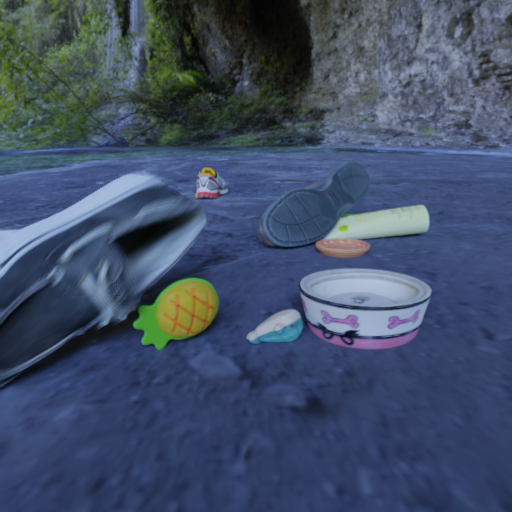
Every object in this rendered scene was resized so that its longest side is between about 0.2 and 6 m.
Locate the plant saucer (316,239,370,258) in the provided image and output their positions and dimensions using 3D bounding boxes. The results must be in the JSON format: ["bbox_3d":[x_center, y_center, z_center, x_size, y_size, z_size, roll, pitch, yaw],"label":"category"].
[{"bbox_3d":[1.608,-0.139,10.414,0.996,0.186,0.996,0,13,0],"label":"plant saucer"}]

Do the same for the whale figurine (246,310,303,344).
[{"bbox_3d":[0.224,0.854,6.273,0.648,0.336,0.516,-26,3,-12],"label":"whale figurine"}]

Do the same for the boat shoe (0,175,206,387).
[{"bbox_3d":[-1.667,0.150,5.621,1.149,1.168,3.240,15,45,25],"label":"boat shoe"}]

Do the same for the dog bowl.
[{"bbox_3d":[1.261,0.608,6.616,1.527,0.563,1.527,1,14,0],"label":"dog bowl"}]

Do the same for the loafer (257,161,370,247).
[{"bbox_3d":[1.132,-0.935,11.520,3.128,1.124,0.984,-33,3,-34],"label":"loafer"}]

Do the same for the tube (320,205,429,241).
[{"bbox_3d":[2.381,-0.633,11.615,2.303,0.598,0.668,-7,-12,-2],"label":"tube"}]

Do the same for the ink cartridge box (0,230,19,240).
[{"bbox_3d":[-3.947,-0.023,8.631,0.881,0.865,0.191,-2,46,-13],"label":"ink cartridge box"}]

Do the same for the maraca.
[{"bbox_3d":[-0.853,0.625,6.098,0.965,0.662,0.516,-28,19,-17],"label":"maraca"}]

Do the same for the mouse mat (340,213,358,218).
[{"bbox_3d":[2.241,-0.825,13.414,2.574,0.097,2.071,3,14,9],"label":"mouse mat"}]

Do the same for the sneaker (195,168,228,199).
[{"bbox_3d":[-1.392,-2.383,17.977,0.858,0.906,2.204,1,13,4],"label":"sneaker"}]
